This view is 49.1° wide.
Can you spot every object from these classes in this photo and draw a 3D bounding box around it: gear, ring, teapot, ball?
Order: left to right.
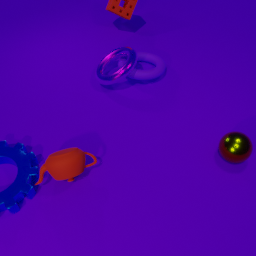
[{"bbox_3d":[-3.248,1.252,7.003,2.024,0.374,2.024,0,51,0],"label":"gear"},{"bbox_3d":[-1.558,0.960,6.935,1.607,0.999,0.787,-15,98,-11],"label":"teapot"},{"bbox_3d":[-0.397,-2.039,9.127,1.590,0.318,1.590,-22,44,22],"label":"ring"},{"bbox_3d":[0.477,-2.148,9.588,1.637,0.327,1.637,2,41,-1],"label":"ring"},{"bbox_3d":[2.792,0.501,7.285,0.835,0.835,0.835,0,51,0],"label":"ball"}]

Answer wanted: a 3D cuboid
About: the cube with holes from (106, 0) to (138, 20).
[{"bbox_3d":[-0.233,-4.729,10.627,0.869,0.869,0.869,18,18,-20],"label":"cube with holes"}]
